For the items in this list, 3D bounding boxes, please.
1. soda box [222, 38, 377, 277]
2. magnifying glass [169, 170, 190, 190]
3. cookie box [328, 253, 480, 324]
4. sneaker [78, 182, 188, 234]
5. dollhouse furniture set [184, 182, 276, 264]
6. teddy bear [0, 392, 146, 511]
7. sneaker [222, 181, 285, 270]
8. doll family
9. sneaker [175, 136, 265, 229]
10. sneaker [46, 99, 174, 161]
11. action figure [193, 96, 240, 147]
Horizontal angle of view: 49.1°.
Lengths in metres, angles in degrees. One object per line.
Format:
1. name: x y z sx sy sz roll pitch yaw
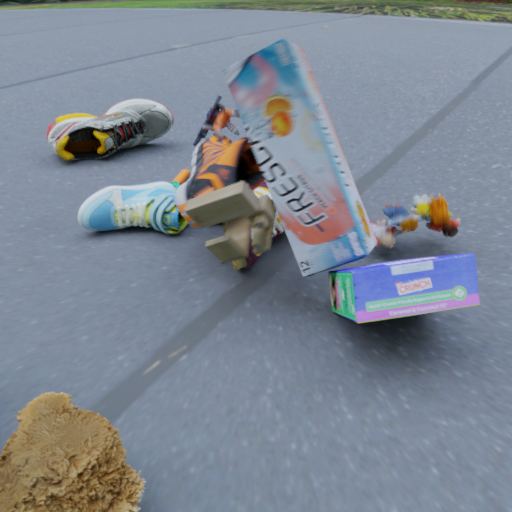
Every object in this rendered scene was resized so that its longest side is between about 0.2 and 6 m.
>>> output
1. soda box: 0.704 -1.411 8.353 1.042 3.279 1.121 -21 3 23
2. magnifying glass: -1.886 -1.564 12.745 0.694 0.195 1.743 7 31 11
3. cookie box: 1.964 0.438 7.899 1.625 0.714 1.899 -8 -2 -1
4. sneaker: -2.246 -0.829 10.881 2.151 0.856 1.404 -21 35 -29
5. dollhouse furniture set: -0.307 -0.790 8.531 1.252 1.316 1.072 -15 49 29
6. teddy bear: -2.509 2.674 4.766 2.398 1.104 3.307 15 35 7
7. sneaker: 0.160 -0.725 10.405 1.270 1.057 2.820 -7 30 9
8. doll family: 2.811 -0.700 10.067 1.785 0.804 1.108 -11 23 -1
9. sneaker: -0.358 -1.597 9.923 1.560 1.080 2.785 -29 28 25
10. sneaker: -3.683 -3.107 14.505 3.237 1.260 1.330 -18 39 -12
11. action figure: -0.742 -2.491 10.881 0.567 1.085 1.049 26 12 -26
